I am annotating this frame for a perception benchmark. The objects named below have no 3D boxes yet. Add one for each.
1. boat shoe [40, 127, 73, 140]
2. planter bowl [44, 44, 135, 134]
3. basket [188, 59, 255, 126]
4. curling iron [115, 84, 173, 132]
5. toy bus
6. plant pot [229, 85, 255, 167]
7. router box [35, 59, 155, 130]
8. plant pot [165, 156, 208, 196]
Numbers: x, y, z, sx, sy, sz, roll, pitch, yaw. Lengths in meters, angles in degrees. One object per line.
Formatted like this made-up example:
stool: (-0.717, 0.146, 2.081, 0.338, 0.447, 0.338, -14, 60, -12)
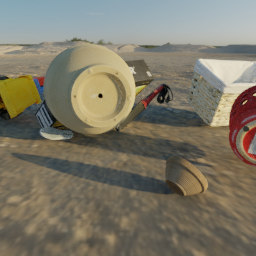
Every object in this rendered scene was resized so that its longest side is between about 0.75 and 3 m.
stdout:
boat shoe: (-1.804, 0.183, 6.980, 0.846, 0.311, 0.282, 12, -26, -34)
planter bowl: (-0.717, -0.760, 6.125, 2.108, 2.108, 1.419, -6, 17, -18)
basket: (3.123, -1.047, 8.307, 2.334, 1.440, 1.582, -3, 38, -21)
curling iron: (0.539, -0.616, 8.359, 2.474, 0.613, 0.316, -37, 3, -33)
toy bus: (-3.468, -1.163, 8.853, 1.743, 1.232, 1.815, -31, 24, -32)
plant pot: (2.648, -0.003, 5.343, 1.395, 1.395, 1.270, 7, 31, 20)
router box: (-0.872, -0.882, 7.713, 2.724, 0.711, 2.142, -19, -16, -44)
plant pot: (0.862, 0.840, 4.510, 0.357, 0.773, 0.773, -46, 38, -19)
